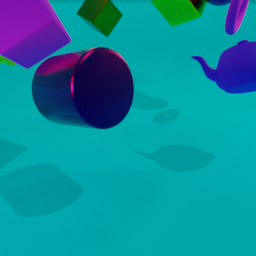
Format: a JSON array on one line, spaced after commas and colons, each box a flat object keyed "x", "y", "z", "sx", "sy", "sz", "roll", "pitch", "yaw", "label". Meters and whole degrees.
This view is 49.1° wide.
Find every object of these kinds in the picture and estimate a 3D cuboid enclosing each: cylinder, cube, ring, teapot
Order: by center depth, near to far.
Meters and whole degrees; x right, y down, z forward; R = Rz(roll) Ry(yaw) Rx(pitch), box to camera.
[{"x": -0.732, "y": -0.622, "z": 4.550, "sx": 1.212, "sy": 1.212, "sz": 1.212, "roll": 6, "pitch": 23, "yaw": 44, "label": "cylinder"}, {"x": -1.904, "y": -1.943, "z": 5.178, "sx": 1.100, "sy": 1.100, "sz": 1.100, "roll": -31, "pitch": -3, "yaw": 3, "label": "cube"}, {"x": 2.267, "y": -1.245, "z": 5.540, "sx": 1.995, "sy": 0.977, "sz": 1.241, "roll": -5, "pitch": -9, "yaw": 4, "label": "teapot"}, {"x": 2.800, "y": -3.035, "z": 7.134, "sx": 0.260, "sy": 1.299, "sz": 1.299, "roll": 22, "pitch": 33, "yaw": 22, "label": "ring"}, {"x": 1.641, "y": -4.047, "z": 8.582, "sx": 1.153, "sy": 1.153, "sz": 1.153, "roll": 1, "pitch": 62, "yaw": 50, "label": "cube"}, {"x": -1.020, "y": -4.124, "z": 10.157, "sx": 1.011, "sy": 1.011, "sz": 1.011, "roll": 40, "pitch": 7, "yaw": 33, "label": "cube"}]

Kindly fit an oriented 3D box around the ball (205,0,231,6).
[{"x": 2.622, "y": -4.068, "z": 7.836, "sx": 1.218, "sy": 1.218, "sz": 1.218, "roll": 0, "pitch": 26, "yaw": 0, "label": "ball"}]

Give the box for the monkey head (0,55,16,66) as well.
[{"x": -3.167, "y": -2.125, "z": 6.753, "sx": 1.045, "sy": 1.734, "sz": 1.247, "roll": 10, "pitch": 64, "yaw": -24, "label": "monkey head"}]
